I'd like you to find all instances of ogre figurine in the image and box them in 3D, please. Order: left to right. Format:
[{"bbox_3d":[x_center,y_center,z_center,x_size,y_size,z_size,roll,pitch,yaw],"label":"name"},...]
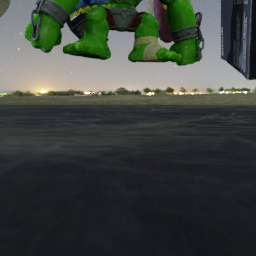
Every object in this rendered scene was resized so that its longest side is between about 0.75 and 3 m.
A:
[{"bbox_3d":[-0.063,-1.633,3.739,2.388,1.432,1.172,2,6,0],"label":"ogre figurine"}]

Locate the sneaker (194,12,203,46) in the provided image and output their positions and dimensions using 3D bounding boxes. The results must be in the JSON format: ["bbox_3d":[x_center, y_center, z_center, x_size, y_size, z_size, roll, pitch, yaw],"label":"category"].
[{"bbox_3d":[2.589,-3.556,10.494,0.593,1.519,0.647,-25,45,-28],"label":"sneaker"}]

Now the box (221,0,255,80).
[{"bbox_3d":[3.011,-2.743,6.108,1.453,2.790,2.541,-5,24,7],"label":"box"}]

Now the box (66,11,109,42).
[{"bbox_3d":[-1.691,-4.019,10.954,0.900,1.277,1.726,-34,-22,11],"label":"box"}]

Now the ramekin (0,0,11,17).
[{"bbox_3d":[-3.172,-2.689,5.617,1.551,0.757,1.551,-31,0,0],"label":"ramekin"}]

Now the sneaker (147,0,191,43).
[{"bbox_3d":[1.108,-2.952,5.322,1.213,2.692,1.009,14,34,25],"label":"sneaker"}]

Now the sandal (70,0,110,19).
[{"bbox_3d":[-1.490,-3.893,8.216,2.433,0.967,1.059,-24,-24,-25],"label":"sandal"}]
